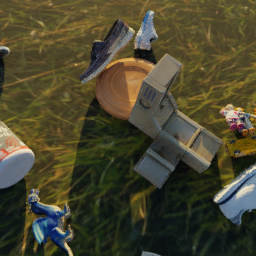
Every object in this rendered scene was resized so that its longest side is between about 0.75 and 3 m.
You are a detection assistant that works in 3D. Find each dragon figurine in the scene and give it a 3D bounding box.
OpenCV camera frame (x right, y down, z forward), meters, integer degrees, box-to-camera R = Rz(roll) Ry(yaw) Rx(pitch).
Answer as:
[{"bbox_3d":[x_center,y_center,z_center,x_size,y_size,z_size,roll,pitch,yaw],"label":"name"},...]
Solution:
[{"bbox_3d":[-2.216,2.881,7.916,1.220,0.722,2.454,-13,63,-7],"label":"dragon figurine"}]

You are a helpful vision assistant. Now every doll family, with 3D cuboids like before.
[{"bbox_3d":[4.124,-0.293,9.488,2.038,0.918,1.265,-4,43,6],"label":"doll family"}]

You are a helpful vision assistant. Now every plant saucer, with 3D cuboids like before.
[{"bbox_3d":[0.151,-1.557,10.409,2.733,0.441,2.733,0,63,0],"label":"plant saucer"}]

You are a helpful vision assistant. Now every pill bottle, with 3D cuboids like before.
[{"bbox_3d":[-4.266,0.543,8.718,2.526,1.464,1.464,38,69,17],"label":"pill bottle"}]

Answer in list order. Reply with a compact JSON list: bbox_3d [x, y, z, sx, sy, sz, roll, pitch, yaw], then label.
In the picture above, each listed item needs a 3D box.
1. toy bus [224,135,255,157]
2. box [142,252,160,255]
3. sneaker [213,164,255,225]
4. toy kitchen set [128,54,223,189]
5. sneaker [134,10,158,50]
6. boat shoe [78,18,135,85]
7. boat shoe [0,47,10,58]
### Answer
[{"bbox_3d":[3.883,0.610,9.195,1.423,0.557,0.463,-11,64,-6],"label":"toy bus"},{"bbox_3d":[0.544,3.967,7.310,0.437,0.525,1.277,36,59,-33],"label":"box"},{"bbox_3d":[3.787,1.805,8.470,2.493,0.952,1.003,-36,76,-10],"label":"sneaker"},{"bbox_3d":[1.314,0.161,8.107,2.913,2.628,2.377,36,66,7],"label":"toy kitchen set"},{"bbox_3d":[0.881,-3.975,11.603,0.837,0.724,1.931,18,72,2],"label":"sneaker"},{"bbox_3d":[-0.929,-2.841,10.320,0.926,1.027,2.857,44,79,-20],"label":"boat shoe"},{"bbox_3d":[-5.327,-2.781,11.051,1.373,0.485,0.437,-20,64,-2],"label":"boat shoe"}]
